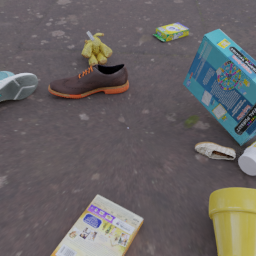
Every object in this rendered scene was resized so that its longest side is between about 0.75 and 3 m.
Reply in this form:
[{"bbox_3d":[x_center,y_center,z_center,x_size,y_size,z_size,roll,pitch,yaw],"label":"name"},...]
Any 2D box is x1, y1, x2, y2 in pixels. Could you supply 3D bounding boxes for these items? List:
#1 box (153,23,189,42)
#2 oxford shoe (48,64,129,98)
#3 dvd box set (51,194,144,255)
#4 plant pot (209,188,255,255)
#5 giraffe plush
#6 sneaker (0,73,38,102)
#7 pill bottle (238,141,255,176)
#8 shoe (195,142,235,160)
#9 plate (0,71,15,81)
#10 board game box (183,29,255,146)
[{"bbox_3d":[2.087,-4.714,13.773,1.588,0.384,0.932,-23,48,-20],"label":"box"},{"bbox_3d":[-1.458,-1.846,10.292,2.976,1.080,1.059,-9,45,-9],"label":"oxford shoe"},{"bbox_3d":[-0.658,2.534,6.361,1.350,0.271,1.845,21,48,21],"label":"dvd box set"},{"bbox_3d":[2.479,2.205,5.936,1.521,1.521,1.431,9,59,9],"label":"plant pot"},{"bbox_3d":[-1.505,-3.362,11.962,1.245,1.443,1.170,-24,19,-15],"label":"giraffe plush"},{"bbox_3d":[-4.545,-1.372,9.927,2.694,0.947,1.079,-30,49,-27],"label":"sneaker"},{"bbox_3d":[3.754,0.733,7.872,1.316,0.752,0.752,-30,51,-27],"label":"pill bottle"},{"bbox_3d":[2.545,0.685,8.166,1.177,0.411,0.314,10,38,7],"label":"shoe"},{"bbox_3d":[-5.156,-1.894,10.998,1.415,0.181,1.415,0,45,0],"label":"plate"},{"bbox_3d":[2.995,-1.143,8.190,0.650,2.093,2.772,-28,67,-22],"label":"board game box"}]
